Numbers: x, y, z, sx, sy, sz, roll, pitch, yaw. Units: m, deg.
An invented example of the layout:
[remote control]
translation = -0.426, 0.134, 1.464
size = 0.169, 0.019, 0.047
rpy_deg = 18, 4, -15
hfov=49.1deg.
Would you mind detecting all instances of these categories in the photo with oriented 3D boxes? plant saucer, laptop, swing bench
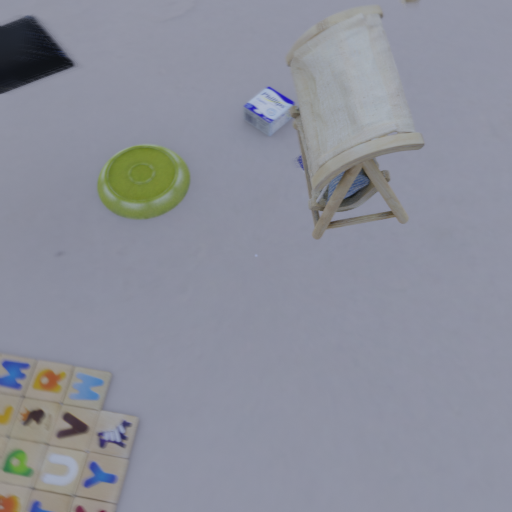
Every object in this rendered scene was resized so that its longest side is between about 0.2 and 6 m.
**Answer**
[plant saucer]
translation = -2.181, -1.511, 10.761
size = 1.806, 0.281, 1.806
rpy_deg = 0, 60, 0
[laptop]
translation = -3.891, -2.464, 8.116
size = 2.107, 2.378, 1.228
rpy_deg = -19, 83, 1
[swing bench]
translation = 1.092, -1.537, 6.826
size = 1.265, 1.950, 1.939
rpy_deg = -11, 65, 5

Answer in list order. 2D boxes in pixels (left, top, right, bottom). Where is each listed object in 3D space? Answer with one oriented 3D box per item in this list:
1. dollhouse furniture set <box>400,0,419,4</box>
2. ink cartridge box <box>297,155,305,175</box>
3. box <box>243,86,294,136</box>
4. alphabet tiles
[dollhouse furniture set]
translation = 2.747, -4.967, 9.543
size = 1.197, 1.687, 1.336
rpy_deg = 19, 63, -20
[ink cartridge box]
translation = 1.166, -1.401, 8.698
size = 0.969, 0.971, 0.197
rpy_deg = -47, 35, -21
[box]
translation = 0.260, -2.987, 11.540
size = 0.737, 0.421, 0.802
rpy_deg = 37, 66, 19
[alphabet tiles]
translation = -3.757, 2.978, 8.214
size = 3.718, 0.118, 3.094
rpy_deg = 8, 60, 5
